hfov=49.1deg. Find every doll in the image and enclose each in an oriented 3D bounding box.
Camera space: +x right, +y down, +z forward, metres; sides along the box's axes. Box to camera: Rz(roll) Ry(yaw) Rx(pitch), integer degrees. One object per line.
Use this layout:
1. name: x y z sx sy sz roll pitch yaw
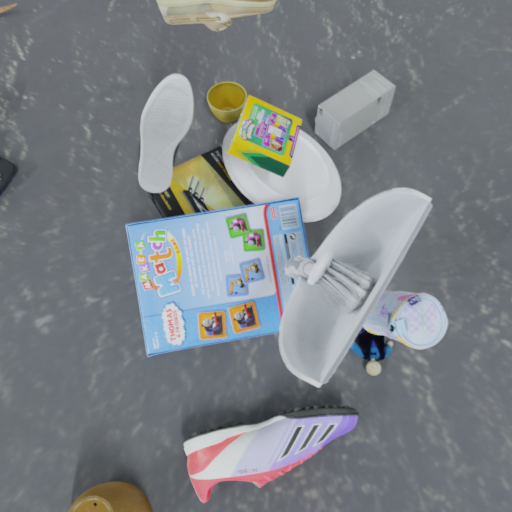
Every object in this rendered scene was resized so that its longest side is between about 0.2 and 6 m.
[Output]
1. doll: 2.045 1.504 10.140 0.902 0.320 1.322 1 68 -8

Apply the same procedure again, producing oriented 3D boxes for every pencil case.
1. pencil case: 2.064 0.894 8.134 0.794 1.750 0.727 -27 92 -5

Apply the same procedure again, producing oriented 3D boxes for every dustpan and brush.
1. dustpan and brush: 0.907 0.270 7.627 1.009 3.525 2.460 31 87 3

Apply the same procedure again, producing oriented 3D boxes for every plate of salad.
1. plate of salad: 0.511 -1.732 11.446 2.679 0.643 2.679 14 54 -20

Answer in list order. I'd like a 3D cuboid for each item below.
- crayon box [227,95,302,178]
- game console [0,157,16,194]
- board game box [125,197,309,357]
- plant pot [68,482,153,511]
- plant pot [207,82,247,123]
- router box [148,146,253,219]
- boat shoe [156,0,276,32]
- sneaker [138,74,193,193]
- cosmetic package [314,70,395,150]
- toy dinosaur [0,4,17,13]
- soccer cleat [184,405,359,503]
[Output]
1. crayon box: 0.167 -2.111 9.852 1.073 0.362 1.243 22 54 -9
2. game console: -6.160 -1.725 11.278 1.823 1.079 1.556 27 78 5
3. board game box: -0.581 0.355 10.092 3.123 0.571 2.362 -9 89 -6
4. plant pot: -2.257 3.939 8.253 1.303 1.398 1.303 0 62 -1
5. plant pot: -0.638 -3.349 12.539 0.877 0.623 0.877 0 62 1
6. router box: -0.917 -0.938 11.269 1.778 0.591 2.261 -29 66 -15
7. boat shoe: -0.593 -3.818 8.550 1.959 0.636 0.707 8 54 17
8. sneaker: -1.640 -2.308 9.722 0.810 2.291 1.136 6 45 -18
9. cosmetic package: 2.147 -3.201 12.302 1.720 0.919 0.776 -39 68 -17
10. toy dinosaur: -7.252 -5.497 13.750 1.395 0.793 2.627 32 70 -11
11. soccer cleat: 0.314 3.102 8.979 2.868 0.978 1.049 -13 67 -3
